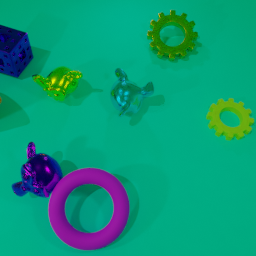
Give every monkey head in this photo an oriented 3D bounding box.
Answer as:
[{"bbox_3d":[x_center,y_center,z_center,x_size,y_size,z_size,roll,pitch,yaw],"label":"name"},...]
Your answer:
[{"bbox_3d":[-2.190,1.183,6.795,1.589,1.143,0.958,57,29,-11],"label":"monkey head"},{"bbox_3d":[-2.048,-1.405,8.037,1.648,1.186,0.993,11,69,48],"label":"monkey head"},{"bbox_3d":[0.078,-0.989,7.832,0.972,1.161,1.614,19,55,-39],"label":"monkey head"}]

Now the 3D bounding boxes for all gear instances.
[{"bbox_3d":[2.921,-0.263,8.037,1.264,0.234,1.264,0,63,0],"label":"gear"},{"bbox_3d":[1.431,-2.994,9.094,1.591,0.294,1.591,0,84,1],"label":"gear"}]

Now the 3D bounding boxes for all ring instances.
[{"bbox_3d":[-0.899,1.874,6.525,1.883,0.377,1.883,0,86,-3],"label":"ring"}]

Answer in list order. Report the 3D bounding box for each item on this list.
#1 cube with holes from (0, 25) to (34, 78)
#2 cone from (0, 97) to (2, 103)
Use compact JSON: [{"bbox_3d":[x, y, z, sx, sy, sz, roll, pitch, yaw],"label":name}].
[{"bbox_3d":[-3.684,-2.361,8.597,0.991,0.991,0.991,18,57,6],"label":"cube with holes"},{"bbox_3d":[-4.467,-0.331,7.371,1.622,1.622,1.629,35,105,16],"label":"cone"}]
